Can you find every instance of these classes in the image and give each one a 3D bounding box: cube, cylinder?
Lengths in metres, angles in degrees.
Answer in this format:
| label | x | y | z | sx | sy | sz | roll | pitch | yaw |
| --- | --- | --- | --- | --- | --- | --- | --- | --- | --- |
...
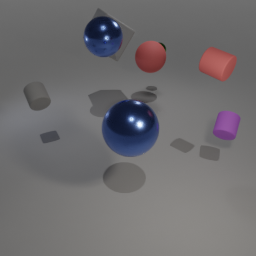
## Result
| label | x | y | z | sx | sy | sz | roll | pitch | yaw |
| --- | --- | --- | --- | --- | --- | --- | --- | --- | --- |
| cube | -0.822 | -3.847 | 11.529 | 1.400 | 1.400 | 1.400 | 22 | 20 | -31 |
| cylinder | 2.341 | -1.672 | 7.328 | 0.700 | 0.700 | 0.700 | 34 | 43 | 30 |
| cylinder | 3.116 | -0.075 | 8.849 | 0.700 | 0.700 | 0.700 | 14 | 68 | 23 |
| cylinder | -2.994 | -1.047 | 9.231 | 0.700 | 0.700 | 0.700 | -17 | 63 | -27 |

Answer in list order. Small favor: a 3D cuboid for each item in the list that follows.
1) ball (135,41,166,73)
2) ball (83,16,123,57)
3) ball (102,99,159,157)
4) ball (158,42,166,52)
| label | x | y | z | sx | sy | sz | roll | pitch | yaw |
| --- | --- | --- | --- | --- | --- | --- | --- | --- | --- |
| ball | 1.014 | -3.185 | 12.589 | 1.400 | 1.400 | 1.400 | 0 | 30 | 0 |
| ball | -0.879 | -3.233 | 9.977 | 1.400 | 1.400 | 1.400 | 0 | 30 | 0 |
| ball | 0.061 | 0.003 | 6.804 | 1.400 | 1.400 | 1.400 | 0 | 30 | 0 |
| ball | 1.512 | -3.800 | 13.630 | 0.700 | 0.700 | 0.700 | 0 | 30 | 0 |
